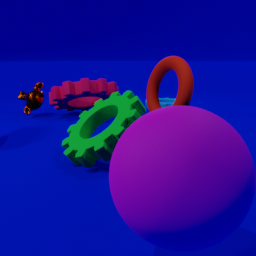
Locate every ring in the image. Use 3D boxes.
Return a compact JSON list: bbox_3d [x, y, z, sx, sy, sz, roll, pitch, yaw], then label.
[{"bbox_3d":[0.911,-0.866,6.392,0.307,1.534,1.534,5,11,-29],"label":"ring"}]

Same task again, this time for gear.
[{"bbox_3d":[1.307,-0.816,9.711,1.395,0.258,1.395,0,15,0],"label":"gear"},{"bbox_3d":[-1.268,-0.932,8.236,1.988,0.368,1.988,-8,-10,-1],"label":"gear"},{"bbox_3d":[-0.428,-0.019,4.822,1.543,0.285,1.543,-27,32,18],"label":"gear"}]

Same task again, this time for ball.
[{"bbox_3d":[0.395,0.368,2.171,1.081,1.081,1.081,0,15,0],"label":"ball"}]

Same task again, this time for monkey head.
[{"bbox_3d":[-2.902,-0.892,8.350,0.761,1.058,0.638,24,-12,-13],"label":"monkey head"}]
